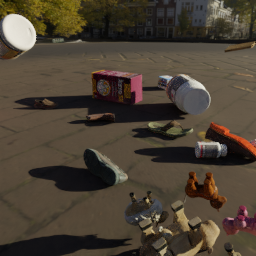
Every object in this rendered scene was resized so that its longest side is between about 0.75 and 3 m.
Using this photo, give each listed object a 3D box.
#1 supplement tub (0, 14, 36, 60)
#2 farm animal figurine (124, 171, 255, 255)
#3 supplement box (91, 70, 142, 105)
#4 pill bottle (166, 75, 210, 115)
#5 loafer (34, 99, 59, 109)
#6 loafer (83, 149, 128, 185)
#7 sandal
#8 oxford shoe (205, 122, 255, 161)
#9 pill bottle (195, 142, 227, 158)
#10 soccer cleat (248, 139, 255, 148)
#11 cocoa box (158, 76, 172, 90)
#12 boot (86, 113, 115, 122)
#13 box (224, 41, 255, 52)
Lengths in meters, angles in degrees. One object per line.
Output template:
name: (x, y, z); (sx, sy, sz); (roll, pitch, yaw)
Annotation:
supplement tub: (-3.569, -2.683, 8.484); (1.448, 1.047, 1.047); (-7, 10, 46)
farm animal figurine: (1.072, 1.766, 4.343); (2.037, 1.074, 2.059); (-14, 30, -3)
supplement box: (-0.542, -1.973, 13.371); (2.335, 1.288, 1.000); (13, 26, 32)
pill bottle: (2.512, -1.418, 11.861); (1.361, 1.361, 2.339); (-2, 21, -6)
loafer: (-3.610, -1.068, 12.300); (1.105, 0.392, 0.404); (1, 21, 2)
loafer: (-0.598, 0.984, 7.070); (0.466, 0.532, 1.480); (7, 19, -43)
sandal: (1.394, -0.030, 9.541); (1.629, 0.465, 0.647); (12, 24, 27)
oxford shoe: (3.032, 0.512, 8.165); (0.612, 0.623, 1.719); (3, 30, -49)
pill bottle: (2.339, 0.620, 7.909); (0.808, 0.447, 0.447); (1, 21, 1)
soccer cleat: (3.618, 0.502, 8.260); (0.963, 0.410, 0.331); (12, 24, 28)
cocoa box: (2.205, -2.556, 15.782); (0.636, 0.626, 0.954); (-10, 23, -24)
boot: (-1.059, -0.371, 10.595); (1.025, 0.329, 0.956); (-3, 8, -16)
box: (3.310, -2.397, 8.283); (0.754, 0.080, 0.616); (0, 27, 35)
